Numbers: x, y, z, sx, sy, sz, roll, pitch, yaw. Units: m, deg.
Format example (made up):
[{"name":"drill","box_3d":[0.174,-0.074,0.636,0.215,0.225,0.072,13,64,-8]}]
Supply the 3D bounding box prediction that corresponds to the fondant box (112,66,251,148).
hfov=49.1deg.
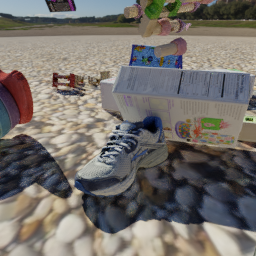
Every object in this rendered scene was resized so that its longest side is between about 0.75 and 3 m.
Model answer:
[{"name":"fondant box","box_3d":[1.202,-0.442,6.450,2.716,1.959,0.791,8,63,17]}]

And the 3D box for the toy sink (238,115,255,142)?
[{"name":"toy sink","box_3d":[3.314,0.000,7.246,0.983,0.551,0.641,8,23,19]}]

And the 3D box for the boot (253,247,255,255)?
[{"name":"boot","box_3d":[1.638,1.313,2.158,0.992,1.914,2.930,8,23,19]}]

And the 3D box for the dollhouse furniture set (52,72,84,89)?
[{"name":"dollhouse furniture set","box_3d":[-2.645,-2.074,12.542,0.853,0.645,1.585,4,5,12]}]

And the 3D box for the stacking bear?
[{"name":"stacking bear","box_3d":[-3.812,-0.193,6.474,1.714,1.605,2.823,17,38,33]}]

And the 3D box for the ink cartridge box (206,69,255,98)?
[{"name":"ink cartridge box","box_3d":[3.609,-1.778,11.172,2.149,0.903,1.568,-3,22,-7]}]

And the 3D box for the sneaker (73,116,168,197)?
[{"name":"sneaker","box_3d":[-0.107,0.396,5.548,0.988,1.093,2.565,15,27,33]}]

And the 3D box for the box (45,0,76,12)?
[{"name":"box","box_3d":[-2.434,-4.508,10.032,1.013,0.725,0.183,-1,63,5]}]

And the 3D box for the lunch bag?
[{"name":"lunch bag","box_3d":[1.235,-2.265,11.410,1.910,1.193,2.537,10,-8,15]}]

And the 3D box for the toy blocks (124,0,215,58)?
[{"name":"toy blocks","box_3d":[0.875,-2.345,5.117,1.300,1.443,1.544,-22,65,-30]}]

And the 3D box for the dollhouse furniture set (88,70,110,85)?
[{"name":"dollhouse furniture set","box_3d":[-1.259,-2.365,12.939,0.896,0.679,1.022,-13,25,-29]}]

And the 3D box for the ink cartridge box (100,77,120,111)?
[{"name":"ink cartridge box","box_3d":[0.480,-1.143,9.456,2.363,0.985,1.716,12,24,32]}]
